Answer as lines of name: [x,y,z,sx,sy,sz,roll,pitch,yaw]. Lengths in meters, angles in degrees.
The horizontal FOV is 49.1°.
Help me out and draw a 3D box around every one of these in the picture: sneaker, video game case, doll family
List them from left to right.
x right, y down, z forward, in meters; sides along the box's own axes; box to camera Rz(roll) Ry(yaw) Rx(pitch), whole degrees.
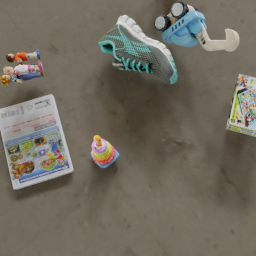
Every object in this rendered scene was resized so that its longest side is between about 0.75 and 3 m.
doll family: [-2.970,-1.557,7.857,1.134,1.826,0.823,-13,122,-13]
video game case: [-2.737,0.367,8.190,1.729,0.218,2.415,-17,78,-4]
sneaker: [0.212,-1.996,7.994,1.308,1.113,2.868,-37,58,-8]

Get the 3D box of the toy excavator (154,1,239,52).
toy excavator: [1.944,-2.685,7.950,1.862,0.957,1.915,-29,82,38]

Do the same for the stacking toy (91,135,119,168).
stacking toy: [-0.734,0.533,7.609,0.659,1.202,0.697,-40,65,-14]

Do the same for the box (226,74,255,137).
box: [3.395,-0.645,7.783,0.982,0.310,1.784,16,62,11]
